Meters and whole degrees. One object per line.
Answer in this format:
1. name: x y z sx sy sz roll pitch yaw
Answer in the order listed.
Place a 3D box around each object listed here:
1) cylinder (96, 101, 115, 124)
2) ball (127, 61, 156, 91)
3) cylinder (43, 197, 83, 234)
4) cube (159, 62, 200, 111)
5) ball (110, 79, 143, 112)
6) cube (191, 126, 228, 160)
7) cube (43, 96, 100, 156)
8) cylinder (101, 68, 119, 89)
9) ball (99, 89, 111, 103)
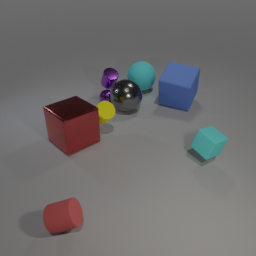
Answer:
1. cylinder: -0.918 -0.557 10.243 0.700 0.700 0.700 -21 -4 -30
2. ball: 0.661 -2.542 13.728 1.400 1.400 1.400 0 31 0
3. cylinder: -1.541 2.091 6.699 0.700 0.700 0.700 -18 30 10
4. cube: 2.243 -1.839 12.338 1.400 1.400 1.400 17 54 20
5. ball: -0.077 -1.381 12.009 1.400 1.400 1.400 0 31 0
6. cube: 2.559 0.461 8.819 0.700 0.700 0.700 -12 44 -37
7. cube: -1.968 -0.128 9.951 1.400 1.400 1.400 -25 39 -35
8. cylinder: -0.847 -2.272 12.846 0.700 0.700 0.700 9 57 -14
9. ball: -0.960 -1.406 12.756 0.700 0.700 0.700 0 31 0
